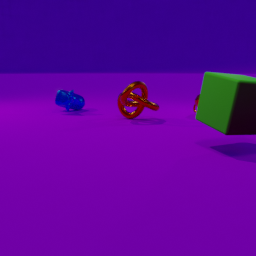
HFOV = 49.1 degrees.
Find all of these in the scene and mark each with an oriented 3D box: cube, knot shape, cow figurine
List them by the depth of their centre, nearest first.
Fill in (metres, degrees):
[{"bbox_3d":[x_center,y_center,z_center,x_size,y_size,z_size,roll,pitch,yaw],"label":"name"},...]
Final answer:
[{"bbox_3d":[2.041,-0.479,5.342,0.980,0.980,0.980,0,19,-22],"label":"cube"},{"bbox_3d":[0.230,-0.863,8.420,1.370,1.282,0.633,-1,56,16],"label":"knot shape"},{"bbox_3d":[-2.057,-0.988,10.179,1.415,0.777,1.393,13,3,-43],"label":"cow figurine"}]

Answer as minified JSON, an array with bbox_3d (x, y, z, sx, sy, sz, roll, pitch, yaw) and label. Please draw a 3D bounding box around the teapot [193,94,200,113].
[{"bbox_3d":[2.736,-0.852,9.227,0.922,0.726,1.483,-11,-9,-42],"label":"teapot"}]
